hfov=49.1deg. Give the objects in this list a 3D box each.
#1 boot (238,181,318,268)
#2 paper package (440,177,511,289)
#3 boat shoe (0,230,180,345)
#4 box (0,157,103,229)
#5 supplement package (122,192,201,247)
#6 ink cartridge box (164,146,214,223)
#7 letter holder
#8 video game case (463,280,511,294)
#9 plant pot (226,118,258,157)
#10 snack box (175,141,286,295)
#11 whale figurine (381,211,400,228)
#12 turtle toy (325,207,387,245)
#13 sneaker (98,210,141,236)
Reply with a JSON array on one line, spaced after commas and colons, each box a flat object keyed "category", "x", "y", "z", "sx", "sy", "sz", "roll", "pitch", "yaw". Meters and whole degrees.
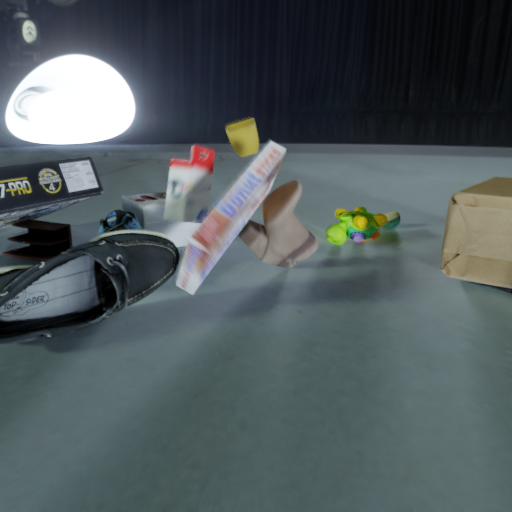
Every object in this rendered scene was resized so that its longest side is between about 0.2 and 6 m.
[{"category": "boot", "x": 0.598, "y": -0.473, "z": 9.952, "sx": 1.303, "sy": 1.782, "sz": 0.626, "roll": 28, "pitch": 44, "yaw": -27}, {"category": "paper package", "x": 4.984, "y": -0.409, "z": 9.587, "sx": 2.760, "sy": 1.498, "sz": 2.895, "roll": 11, "pitch": 17, "yaw": 32}, {"category": "boat shoe", "x": -2.251, "y": 0.416, "z": 7.481, "sx": 3.205, "sy": 1.198, "sz": 1.063, "roll": -11, "pitch": 19, "yaw": -38}, {"category": "box", "x": -5.680, "y": -0.990, "z": 11.446, "sx": 3.212, "sy": 0.979, "sz": 3.985, "roll": -16, "pitch": 6, "yaw": 34}, {"category": "supplement package", "x": -2.127, "y": -0.802, "z": 12.497, "sx": 1.326, "sy": 1.020, "sz": 1.387, "roll": -9, "pitch": 19, "yaw": -32}, {"category": "ink cartridge box", "x": -1.252, "y": -1.347, "z": 10.590, "sx": 0.469, "sy": 1.396, "sz": 0.811, "roll": 10, "pitch": 5, "yaw": 26}, {"category": "letter holder", "x": -4.549, "y": -0.323, "z": 11.501, "sx": 1.231, "sy": 0.619, "sz": 0.875, "roll": 7, "pitch": 18, "yaw": 26}, {"category": "video game case", "x": 4.423, "y": 0.365, "z": 9.818, "sx": 1.420, "sy": 0.135, "sz": 1.014, "roll": -8, "pitch": 17, "yaw": -32}, {"category": "plant pot", "x": -0.246, "y": -2.476, "z": 11.889, "sx": 0.624, "sy": 0.643, "sz": 0.629, "roll": -16, "pitch": 24, "yaw": 4}, {"category": "snack box", "x": -0.333, "y": -0.673, "z": 8.603, "sx": 0.343, "sy": 1.015, "sz": 2.823, "roll": 30, "pitch": 46, "yaw": 4}, {"category": "whale figurine", "x": 3.284, "y": -0.844, "z": 14.165, "sx": 0.758, "sy": 0.393, "sz": 0.603, "roll": -20, "pitch": 8, "yaw": 24}, {"category": "turtle toy", "x": 2.175, "y": -0.637, "z": 12.475, "sx": 1.404, "sy": 0.710, "sz": 1.024, "roll": -8, "pitch": 20, "yaw": -23}, {"category": "sneaker", "x": -2.574, "y": -0.192, "z": 9.838, "sx": 1.030, "sy": 1.182, "sz": 2.628, "roll": -1, "pitch": 15, "yaw": -4}]
